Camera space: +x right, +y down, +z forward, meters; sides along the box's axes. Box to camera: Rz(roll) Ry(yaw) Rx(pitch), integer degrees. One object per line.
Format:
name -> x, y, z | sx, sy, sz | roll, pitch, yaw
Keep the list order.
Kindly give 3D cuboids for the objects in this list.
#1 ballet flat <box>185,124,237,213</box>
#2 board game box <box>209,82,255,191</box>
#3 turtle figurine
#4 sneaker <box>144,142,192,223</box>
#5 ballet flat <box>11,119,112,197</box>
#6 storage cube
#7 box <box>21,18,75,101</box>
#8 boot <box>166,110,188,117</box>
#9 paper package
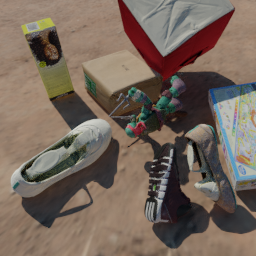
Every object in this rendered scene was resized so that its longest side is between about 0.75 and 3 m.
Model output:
ballet flat -> 1.700, 0.957, 6.057 | 0.694, 2.063, 0.702 | -20, 2, -17
board game box -> 3.379, 0.038, 7.161 | 2.013, 0.512, 2.994 | -8, 50, 9
turtle figurine -> 0.516, -0.394, 7.335 | 2.259, 1.691, 1.137 | -32, 75, -22
sneaker -> 0.989, 1.246, 6.143 | 0.994, 0.651, 1.722 | 19, 78, -23
ballet flat -> -1.412, 0.593, 6.807 | 1.033, 1.033, 2.975 | 34, 54, 31
storage cube -> 1.342, -3.410, 8.885 | 2.436, 2.562, 2.850 | -34, 83, 1
box -> -2.361, -1.990, 8.517 | 0.912, 2.423, 0.607 | -23, 51, -12
boot -> 1.308, -0.436, 8.496 | 0.823, 0.264, 0.767 | -2, 4, -29
paper package -> -0.241, -1.494, 9.040 | 1.885, 1.023, 1.977 | -23, 49, -25
